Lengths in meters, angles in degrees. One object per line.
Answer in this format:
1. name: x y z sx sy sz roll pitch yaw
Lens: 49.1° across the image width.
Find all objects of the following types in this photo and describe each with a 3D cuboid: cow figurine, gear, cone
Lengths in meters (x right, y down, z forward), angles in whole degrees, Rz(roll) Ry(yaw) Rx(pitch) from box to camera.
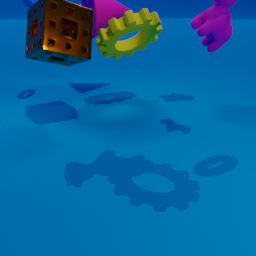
1. cow figurine: 2.612 -3.130 7.805 1.628 1.654 0.908 -35 45 18
2. gear: 0.040 -2.700 8.220 1.937 0.358 1.937 -20 -10 -4
3. cone: -0.541 -3.815 9.261 1.637 1.631 1.631 -11 25 -21

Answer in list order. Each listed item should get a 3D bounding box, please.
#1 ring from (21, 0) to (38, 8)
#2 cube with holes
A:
1. ring: -2.713 -3.869 7.585 0.233 1.165 1.165 -1 23 7
2. cube with holes: -1.666 -2.252 6.745 1.184 1.184 1.184 3 0 -38
